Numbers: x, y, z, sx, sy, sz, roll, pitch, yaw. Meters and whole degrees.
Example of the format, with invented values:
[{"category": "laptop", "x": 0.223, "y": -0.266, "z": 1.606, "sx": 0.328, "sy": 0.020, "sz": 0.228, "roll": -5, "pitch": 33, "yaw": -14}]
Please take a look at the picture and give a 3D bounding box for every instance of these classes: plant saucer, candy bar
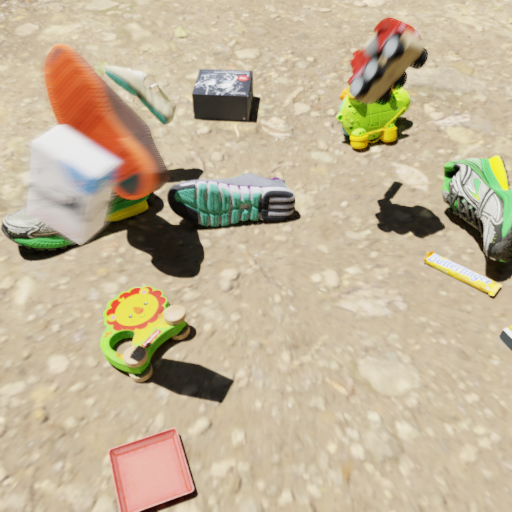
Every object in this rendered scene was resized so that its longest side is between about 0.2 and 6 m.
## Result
[{"category": "plant saucer", "x": -1.599, "y": 3.280, "z": 8.489, "sx": 1.090, "sy": 0.200, "sz": 1.088, "roll": -15, "pitch": 47, "yaw": -14}, {"category": "candy bar", "x": 4.162, "y": 0.344, "z": 11.420, "sx": 1.599, "sy": 0.177, "sz": 0.399, "roll": 30, "pitch": 52, "yaw": 26}]

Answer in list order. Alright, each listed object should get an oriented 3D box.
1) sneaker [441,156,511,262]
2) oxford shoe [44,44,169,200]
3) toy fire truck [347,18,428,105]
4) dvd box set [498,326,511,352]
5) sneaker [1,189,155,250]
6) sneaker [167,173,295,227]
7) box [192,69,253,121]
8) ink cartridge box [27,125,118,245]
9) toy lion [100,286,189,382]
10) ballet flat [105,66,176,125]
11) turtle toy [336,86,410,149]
[{"category": "sneaker", "x": 4.819, "y": -1.017, "z": 12.187, "sx": 1.429, "sy": 1.309, "sz": 3.354, "roll": -1, "pitch": 36, "yaw": 9}, {"category": "oxford shoe", "x": -2.803, "y": -2.505, "z": 10.547, "sx": 3.180, "sy": 1.132, "sz": 1.153, "roll": 59, "pitch": 28, "yaw": -3}, {"category": "toy fire truck", "x": 2.355, "y": -3.891, "z": 10.592, "sx": 1.066, "sy": 1.458, "sz": 1.657, "roll": 4, "pitch": 57, "yaw": -34}, {"category": "dvd box set", "x": 5.650, "y": 1.568, "z": 10.116, "sx": 1.962, "sy": 0.288, "sz": 1.435, "roll": -18, "pitch": 47, "yaw": -17}, {"category": "sneaker", "x": -3.887, "y": -1.294, "z": 12.153, "sx": 3.381, "sy": 1.440, "sz": 1.319, "roll": -29, "pitch": 52, "yaw": -25}, {"category": "sneaker", "x": -0.593, "y": -1.366, "z": 12.690, "sx": 2.842, "sy": 1.058, "sz": 1.244, "roll": 3, "pitch": 33, "yaw": -12}, {"category": "box", "x": -0.913, "y": -4.555, "z": 15.815, "sx": 1.570, "sy": 0.818, "sz": 1.430, "roll": 3, "pitch": 46, "yaw": 3}, {"category": "ink cartridge box", "x": -2.372, "y": -0.871, "z": 7.153, "sx": 0.900, "sy": 1.244, "sz": 0.524, "roll": 32, "pitch": 45, "yaw": 3}, {"category": "toy lion", "x": -2.194, "y": 1.282, "z": 10.298, "sx": 1.643, "sy": 0.589, "sz": 1.714, "roll": 19, "pitch": 48, "yaw": 28}, {"category": "ballet flat", "x": -2.504, "y": -3.703, "z": 12.456, "sx": 0.634, "sy": 1.826, "sz": 0.634, "roll": -33, "pitch": 35, "yaw": 27}, {"category": "turtle toy", "x": 3.105, "y": -3.863, "z": 14.751, "sx": 2.327, "sy": 1.696, "sz": 1.176, "roll": -15, "pitch": 26, "yaw": -16}]
